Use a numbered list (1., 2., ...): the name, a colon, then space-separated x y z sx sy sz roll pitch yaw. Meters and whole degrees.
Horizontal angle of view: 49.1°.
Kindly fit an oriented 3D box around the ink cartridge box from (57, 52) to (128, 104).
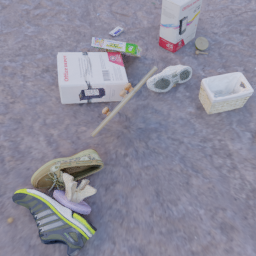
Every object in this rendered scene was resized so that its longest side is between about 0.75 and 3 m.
1. ink cartridge box: -1.550 -2.169 11.909 2.745 1.158 1.987 -4 54 -13

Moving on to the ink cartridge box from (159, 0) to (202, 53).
1. ink cartridge box: 2.491 -5.194 13.404 1.077 2.515 1.856 39 63 24

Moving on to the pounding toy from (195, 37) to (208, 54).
1. pounding toy: 3.619 -4.048 13.972 0.687 0.413 0.890 2 81 -8

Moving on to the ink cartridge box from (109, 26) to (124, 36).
1. ink cartridge box: -0.624 -5.075 14.785 0.380 0.149 0.803 33 58 20

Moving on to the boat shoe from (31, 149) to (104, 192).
1. boat shoe: -2.053 1.484 9.581 2.463 0.903 0.772 -24 41 -17

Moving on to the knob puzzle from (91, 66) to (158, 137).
1. knob puzzle: -0.409 -0.826 9.747 0.431 3.110 3.110 43 61 -5

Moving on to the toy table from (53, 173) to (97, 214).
1. toy table: -1.684 2.095 9.082 1.374 1.263 0.805 24 92 6

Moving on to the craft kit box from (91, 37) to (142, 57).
1. craft kit box: -0.453 -3.698 12.883 1.969 0.484 1.993 9 11 9

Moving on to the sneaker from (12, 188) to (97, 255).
1. sneaker: -2.484 2.852 8.629 2.951 1.090 1.194 23 61 17

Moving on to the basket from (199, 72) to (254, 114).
1. basket: 3.970 -1.407 11.590 1.793 1.106 1.215 -13 56 -8

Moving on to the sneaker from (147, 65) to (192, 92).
1. sneaker: 1.722 -2.248 12.465 2.119 0.826 1.053 -20 33 -13

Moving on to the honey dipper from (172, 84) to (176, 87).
1. honey dipper: 1.742 -1.820 12.492 0.793 0.151 0.151 -17 56 -7
